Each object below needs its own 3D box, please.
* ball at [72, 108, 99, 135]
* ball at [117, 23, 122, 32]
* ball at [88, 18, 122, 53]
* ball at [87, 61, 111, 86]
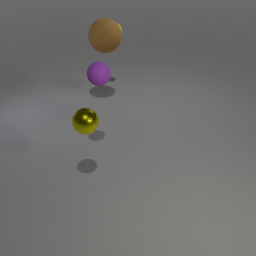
[{"bbox_3d":[-1.093,-0.175,7.191,0.700,0.700,0.700,0,32,0],"label":"ball"},{"bbox_3d":[-0.641,-4.652,13.363,0.700,0.700,0.700,0,32,0],"label":"ball"},{"bbox_3d":[-0.958,-3.863,11.743,1.400,1.400,1.400,0,32,0],"label":"ball"},{"bbox_3d":[-0.848,-1.579,8.150,0.700,0.700,0.700,0,32,0],"label":"ball"}]
